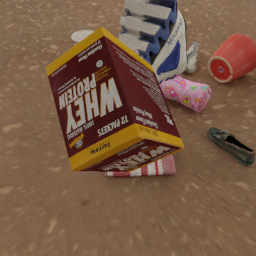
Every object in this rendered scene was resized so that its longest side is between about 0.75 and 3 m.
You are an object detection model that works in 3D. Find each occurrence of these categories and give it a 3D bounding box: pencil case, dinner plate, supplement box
[{"bbox_3d":[1.533,-1.264,8.772,2.078,0.908,0.908,30,51,26],"label":"pencil case"},{"bbox_3d":[-1.889,-4.068,12.282,1.205,0.146,1.205,1,45,-1],"label":"dinner plate"},{"bbox_3d":[-0.114,-0.213,3.278,0.829,1.232,1.249,-28,69,24],"label":"supplement box"}]

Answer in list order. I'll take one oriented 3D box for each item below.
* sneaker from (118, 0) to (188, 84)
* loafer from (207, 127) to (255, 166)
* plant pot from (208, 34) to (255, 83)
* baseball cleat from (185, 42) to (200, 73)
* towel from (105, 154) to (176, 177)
[{"bbox_3d":[0.338,-1.054,5.205,1.131,2.800,1.617,35,11,33],"label":"sneaker"},{"bbox_3d":[2.731,0.359,7.377,0.525,0.459,1.460,-26,49,-25],"label":"loafer"},{"bbox_3d":[3.542,-2.289,9.602,1.268,1.433,1.433,-37,54,-21],"label":"plant pot"},{"bbox_3d":[2.177,-2.734,10.517,0.955,0.626,1.795,9,43,9],"label":"baseball cleat"},{"bbox_3d":[0.288,0.722,7.209,1.726,0.196,1.244,-2,46,0],"label":"towel"}]
